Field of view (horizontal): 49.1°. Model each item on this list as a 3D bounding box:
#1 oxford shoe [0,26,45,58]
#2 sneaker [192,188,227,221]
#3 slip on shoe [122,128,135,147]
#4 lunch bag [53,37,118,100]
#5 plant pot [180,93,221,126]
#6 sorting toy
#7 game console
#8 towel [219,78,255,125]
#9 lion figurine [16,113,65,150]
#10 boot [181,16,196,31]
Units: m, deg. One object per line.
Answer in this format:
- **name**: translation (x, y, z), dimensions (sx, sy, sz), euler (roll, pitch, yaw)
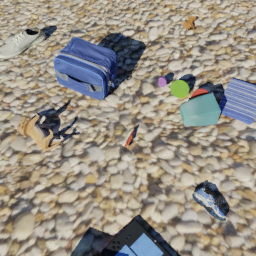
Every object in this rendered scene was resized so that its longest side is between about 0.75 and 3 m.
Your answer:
- **oxford shoe**: translation (-5.309, -4.289, 13.824), dimensions (2.579, 0.745, 0.970), euler (-35, 67, -18)
- **sneaker**: translation (2.846, 2.588, 9.544), dimensions (0.518, 0.509, 1.346), euler (-39, 67, -18)
- **slip on shoe**: translation (0.065, 0.389, 11.098), dimensions (0.268, 0.325, 0.877), euler (31, 61, -7)
- **lunch bag**: translation (-1.726, -2.379, 11.947), dimensions (2.675, 1.818, 1.770), euler (22, 61, 12)
- **plant pot**: translation (2.869, -0.652, 11.407), dimensions (1.369, 0.968, 0.967), euler (-12, 58, 0)
- **sorting toy**: translation (2.516, -1.797, 12.357), dimensions (2.398, 0.831, 0.826), euler (23, 37, 12)
- **game console**: translation (0.315, 4.089, 8.686), dimensions (1.737, 0.305, 1.964), euler (-39, 66, -23)
- **towel**: translation (4.906, -1.195, 12.173), dimensions (1.570, 0.259, 2.169), euler (23, 59, 17)
- **lion figurine**: translation (-3.456, 0.259, 10.882), dimensions (1.266, 0.749, 2.067), euler (-46, 71, 12)
- **boot**: translation (3.352, -5.534, 14.838), dimensions (0.910, 0.349, 0.707), euler (-20, 59, -11)
